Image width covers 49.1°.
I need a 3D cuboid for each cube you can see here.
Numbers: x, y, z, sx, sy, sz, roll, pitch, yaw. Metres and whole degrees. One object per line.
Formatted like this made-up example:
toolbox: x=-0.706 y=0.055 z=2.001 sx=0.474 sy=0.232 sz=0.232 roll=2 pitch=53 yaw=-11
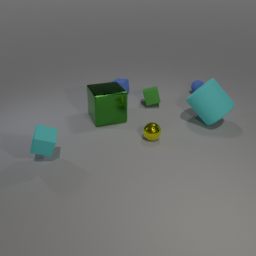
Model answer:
cube: x=-0.406 y=-2.161 z=14.687 sx=0.700 sy=0.700 sz=0.700 roll=8 pitch=29 yaw=28
cube: x=-2.770 y=0.410 z=9.230 sx=0.700 sy=0.700 sz=0.700 roll=13 pitch=39 yaw=-20
cube: x=1.130 y=-1.539 z=13.395 sx=0.700 sy=0.700 sz=0.700 roll=-13 pitch=16 yaw=7
cube: x=-0.907 y=-1.057 z=12.061 sx=1.400 sy=1.400 sz=1.400 roll=-10 pitch=30 yaw=-18

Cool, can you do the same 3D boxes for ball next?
ball: x=0.923 y=0.132 z=10.674 sx=0.700 sy=0.700 sz=0.700 roll=0 pitch=29 yaw=0
ball: x=3.670 y=-2.152 z=14.681 sx=0.700 sy=0.700 sz=0.700 roll=0 pitch=29 yaw=0

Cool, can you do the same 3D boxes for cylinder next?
cylinder: x=3.377 y=-1.070 z=11.527 sx=1.400 sy=1.400 sz=1.400 roll=50 pitch=40 yaw=-1
